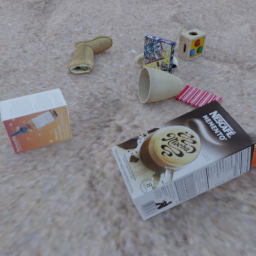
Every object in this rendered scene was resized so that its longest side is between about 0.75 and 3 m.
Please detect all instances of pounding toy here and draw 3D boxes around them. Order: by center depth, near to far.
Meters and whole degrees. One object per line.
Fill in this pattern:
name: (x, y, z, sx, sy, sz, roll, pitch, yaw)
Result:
pounding toy: (2.383, -3.400, 11.117, 1.520, 1.335, 0.695, -26, 49, -25)

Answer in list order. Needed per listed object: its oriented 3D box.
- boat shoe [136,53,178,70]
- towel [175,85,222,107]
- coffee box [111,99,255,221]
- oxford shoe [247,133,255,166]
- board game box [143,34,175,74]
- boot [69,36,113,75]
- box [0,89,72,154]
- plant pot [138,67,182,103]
boat shoe: (1.112, -2.515, 10.755, 1.620, 0.585, 0.526, 5, 42, -2)
towel: (2.372, -0.992, 9.408, 1.334, 0.150, 0.964, 25, 48, 23)
coffee box: (1.206, 0.687, 6.394, 2.733, 1.091, 1.545, -25, 46, -2)
oxford shoe: (3.603, 0.507, 7.238, 2.672, 0.953, 0.974, 4, 39, 5)
board game box: (1.055, -2.385, 9.859, 1.064, 1.570, 0.272, 25, 49, 24)
boot: (-1.422, -2.877, 11.127, 1.691, 0.639, 1.931, -11, 41, 7)
box: (-2.498, -0.195, 7.730, 1.636, 1.245, 0.870, -17, 45, -17)
plant pot: (1.097, -1.406, 9.250, 1.238, 1.159, 1.159, -2, 42, -17)
